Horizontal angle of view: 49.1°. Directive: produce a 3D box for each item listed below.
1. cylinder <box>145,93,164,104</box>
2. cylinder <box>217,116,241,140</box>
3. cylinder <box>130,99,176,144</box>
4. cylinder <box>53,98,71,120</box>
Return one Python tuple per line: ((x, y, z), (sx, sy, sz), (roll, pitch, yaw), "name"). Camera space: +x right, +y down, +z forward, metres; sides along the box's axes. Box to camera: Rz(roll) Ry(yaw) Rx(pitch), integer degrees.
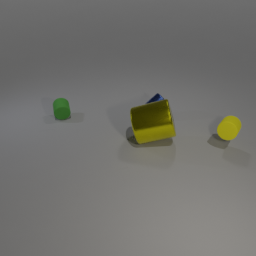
((1.240, -1.035, 12.205), (0.700, 0.700, 0.700), (-41, 38, 0), "cylinder")
((3.592, -0.008, 9.932), (0.700, 0.700, 0.700), (17, 28, 26), "cylinder")
((0.930, -0.225, 10.236), (1.400, 1.400, 1.400), (-13, 28, 11), "cylinder")
((-2.884, -0.838, 12.168), (0.700, 0.700, 0.700), (-8, 42, -13), "cylinder")
